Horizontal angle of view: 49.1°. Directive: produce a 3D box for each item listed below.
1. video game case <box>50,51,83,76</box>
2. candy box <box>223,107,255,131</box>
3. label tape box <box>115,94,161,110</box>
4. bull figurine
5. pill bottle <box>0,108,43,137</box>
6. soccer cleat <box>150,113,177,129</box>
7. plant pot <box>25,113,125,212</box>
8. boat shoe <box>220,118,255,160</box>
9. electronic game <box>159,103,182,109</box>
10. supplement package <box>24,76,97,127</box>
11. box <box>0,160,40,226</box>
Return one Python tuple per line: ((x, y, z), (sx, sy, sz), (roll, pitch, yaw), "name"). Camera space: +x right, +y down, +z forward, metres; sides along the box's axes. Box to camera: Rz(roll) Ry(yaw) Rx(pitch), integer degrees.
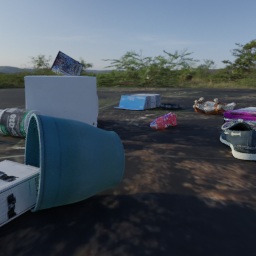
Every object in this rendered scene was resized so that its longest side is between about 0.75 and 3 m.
((-2.829, -2.856, 13.148), (1.333, 0.188, 1.475), (28, 42, -21), "video game case")
((5.093, -0.285, 10.849), (1.785, 0.798, 2.618), (10, 15, 44), "candy box")
((0.660, -1.773, 18.536), (1.978, 0.913, 2.761), (8, 12, 35), "label tape box")
((4.661, -1.159, 15.301), (2.254, 0.734, 1.368), (-1, -17, 27), "bull figurine")
((-3.880, -0.187, 9.853), (1.749, 0.989, 0.989), (4, 11, 24), "pill bottle")
((1.529, -0.280, 11.612), (0.679, 0.592, 1.776), (-6, 7, 28), "soccer cleat")
((-0.898, 0.558, 4.785), (1.454, 1.547, 1.547), (2, 9, -27), "plant pot")
((3.281, 0.188, 8.215), (1.025, 0.847, 2.738), (3, 11, 14), "boat shoe")
((2.735, -1.379, 18.043), (1.424, 0.296, 1.424), (3, 12, -1), "electronic game")
((-2.664, -1.048, 11.366), (2.693, 2.097, 1.493), (-2, 11, -13), "supplement package")
((-2.177, 1.062, 4.047), (1.037, 0.534, 1.778), (6, 17, 30), "box")
